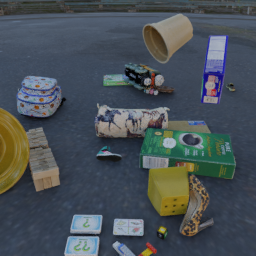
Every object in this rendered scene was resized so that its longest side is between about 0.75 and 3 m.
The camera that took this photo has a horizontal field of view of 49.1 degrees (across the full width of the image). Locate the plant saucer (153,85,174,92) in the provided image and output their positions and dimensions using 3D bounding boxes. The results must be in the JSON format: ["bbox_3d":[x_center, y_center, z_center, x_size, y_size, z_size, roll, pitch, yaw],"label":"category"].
[{"bbox_3d":[1.792,-2.014,14.369,1.197,0.192,1.197,6,16,-2],"label":"plant saucer"}]

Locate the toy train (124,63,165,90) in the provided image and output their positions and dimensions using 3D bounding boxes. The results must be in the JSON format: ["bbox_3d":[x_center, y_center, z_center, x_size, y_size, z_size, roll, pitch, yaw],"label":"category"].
[{"bbox_3d":[0.783,-2.725,14.475,1.514,1.132,2.656,-7,24,-21],"label":"toy train"}]

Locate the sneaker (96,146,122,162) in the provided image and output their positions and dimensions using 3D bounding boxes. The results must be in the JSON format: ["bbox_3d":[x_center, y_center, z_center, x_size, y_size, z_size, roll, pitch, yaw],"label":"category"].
[{"bbox_3d":[-0.587,0.842,9.228,0.830,0.347,0.501,3,38,8],"label":"sneaker"}]

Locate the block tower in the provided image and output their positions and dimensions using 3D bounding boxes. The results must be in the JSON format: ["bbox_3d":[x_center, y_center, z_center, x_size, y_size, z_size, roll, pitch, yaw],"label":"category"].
[{"bbox_3d":[-2.747,0.905,8.710,0.702,0.751,2.598,-12,29,-21],"label":"block tower"}]

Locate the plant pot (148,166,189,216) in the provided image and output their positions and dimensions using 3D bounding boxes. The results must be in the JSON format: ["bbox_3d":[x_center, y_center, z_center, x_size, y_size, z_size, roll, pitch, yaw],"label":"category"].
[{"bbox_3d":[1.076,1.648,7.106,0.982,0.982,0.866,-3,32,-6],"label":"plant pot"}]

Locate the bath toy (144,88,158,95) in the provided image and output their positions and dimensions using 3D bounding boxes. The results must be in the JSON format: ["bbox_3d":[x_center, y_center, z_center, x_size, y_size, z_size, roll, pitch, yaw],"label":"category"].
[{"bbox_3d":[1.200,-1.857,14.238,0.765,0.333,0.283,19,-2,30],"label":"bath toy"}]

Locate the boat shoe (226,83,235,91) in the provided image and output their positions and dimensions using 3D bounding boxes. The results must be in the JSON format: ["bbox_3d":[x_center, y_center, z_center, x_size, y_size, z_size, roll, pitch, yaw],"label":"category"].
[{"bbox_3d":[5.480,-2.245,14.886,0.335,0.308,0.939,1,29,2],"label":"boat shoe"}]

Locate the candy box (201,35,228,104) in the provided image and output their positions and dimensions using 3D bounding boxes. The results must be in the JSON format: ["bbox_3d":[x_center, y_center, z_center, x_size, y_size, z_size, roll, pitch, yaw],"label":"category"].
[{"bbox_3d":[1.990,-1.346,6.473,0.469,1.029,1.217,8,58,16],"label":"candy box"}]

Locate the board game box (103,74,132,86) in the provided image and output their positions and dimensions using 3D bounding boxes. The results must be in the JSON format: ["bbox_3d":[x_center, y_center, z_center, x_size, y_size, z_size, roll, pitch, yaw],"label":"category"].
[{"bbox_3d":[-0.491,-2.730,15.826,1.784,0.260,1.201,-2,29,-3],"label":"board game box"}]

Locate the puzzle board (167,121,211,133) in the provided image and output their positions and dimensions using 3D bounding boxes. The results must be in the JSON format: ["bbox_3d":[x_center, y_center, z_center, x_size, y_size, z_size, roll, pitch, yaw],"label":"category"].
[{"bbox_3d":[2.305,0.046,10.884,1.624,0.141,1.224,0,28,-1],"label":"puzzle board"}]

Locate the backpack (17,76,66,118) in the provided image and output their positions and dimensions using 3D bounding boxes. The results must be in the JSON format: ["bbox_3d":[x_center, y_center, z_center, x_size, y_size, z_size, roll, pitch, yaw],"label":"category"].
[{"bbox_3d":[-3.827,-1.298,12.037,2.011,1.549,1.916,2,39,-2],"label":"backpack"}]

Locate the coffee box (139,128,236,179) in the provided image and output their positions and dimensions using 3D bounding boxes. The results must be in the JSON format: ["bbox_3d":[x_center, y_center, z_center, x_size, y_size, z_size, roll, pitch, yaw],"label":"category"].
[{"bbox_3d":[1.881,0.757,9.049,2.846,0.626,1.750,4,29,9],"label":"coffee box"}]

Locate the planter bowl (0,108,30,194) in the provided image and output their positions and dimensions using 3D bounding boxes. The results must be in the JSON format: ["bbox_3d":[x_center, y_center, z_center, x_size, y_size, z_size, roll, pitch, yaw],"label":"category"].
[{"bbox_3d":[-4.182,0.612,7.912,2.609,2.609,1.087,-12,7,-21],"label":"planter bowl"}]

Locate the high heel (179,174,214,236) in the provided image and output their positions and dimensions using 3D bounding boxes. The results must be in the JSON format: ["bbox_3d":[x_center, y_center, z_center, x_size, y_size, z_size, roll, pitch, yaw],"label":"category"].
[{"bbox_3d":[1.465,1.817,6.616,0.934,1.311,0.468,-12,-10,-27],"label":"high heel"}]

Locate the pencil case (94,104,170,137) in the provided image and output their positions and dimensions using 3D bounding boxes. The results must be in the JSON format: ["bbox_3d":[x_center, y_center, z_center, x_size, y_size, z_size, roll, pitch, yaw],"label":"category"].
[{"bbox_3d":[0.141,-0.257,10.319,2.706,1.210,1.053,0,28,-2],"label":"pencil case"}]

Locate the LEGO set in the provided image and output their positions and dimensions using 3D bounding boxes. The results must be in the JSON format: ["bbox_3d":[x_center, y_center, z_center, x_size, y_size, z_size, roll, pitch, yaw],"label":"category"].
[{"bbox_3d":[-0.233,2.487,6.026,2.256,0.554,1.685,1,32,2],"label":"LEGO set"}]

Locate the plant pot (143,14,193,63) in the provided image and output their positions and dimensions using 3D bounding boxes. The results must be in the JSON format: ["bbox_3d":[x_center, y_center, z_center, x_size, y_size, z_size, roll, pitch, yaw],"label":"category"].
[{"bbox_3d":[1.354,-2.965,8.981,1.223,1.336,1.336,-33,38,-13],"label":"plant pot"}]
